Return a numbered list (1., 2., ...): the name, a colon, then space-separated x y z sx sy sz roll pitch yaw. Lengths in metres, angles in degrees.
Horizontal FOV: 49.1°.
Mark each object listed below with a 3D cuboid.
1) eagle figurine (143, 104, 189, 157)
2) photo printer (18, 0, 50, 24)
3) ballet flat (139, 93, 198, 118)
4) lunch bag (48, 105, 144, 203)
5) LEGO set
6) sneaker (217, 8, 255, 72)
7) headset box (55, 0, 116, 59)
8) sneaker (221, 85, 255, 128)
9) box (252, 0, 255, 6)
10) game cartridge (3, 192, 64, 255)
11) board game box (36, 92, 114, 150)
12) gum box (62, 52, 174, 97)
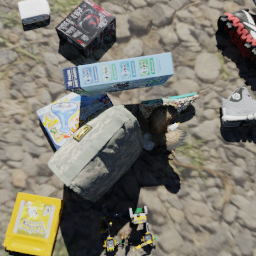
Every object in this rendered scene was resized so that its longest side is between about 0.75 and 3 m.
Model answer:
1. eagle figurine: 1.129 0.120 8.451 1.204 1.587 1.197 21 74 7
2. photo printer: -3.535 -4.466 10.630 1.095 0.380 0.911 -16 71 -6
3. ballet flat: 1.355 -0.728 9.315 1.982 0.749 0.633 -9 101 1
4. lunch bag: -0.798 0.678 7.614 1.643 2.795 2.292 41 77 11
5. LEGO set: -0.013 2.799 7.871 1.672 0.969 1.285 0 71 0
6. sneaker: 4.460 -3.111 9.834 1.393 1.008 2.852 -30 73 -7
7. headset box: -1.434 -3.692 10.187 1.424 0.719 1.916 36 75 11
8. sneaker: 4.203 -0.814 9.159 2.363 0.887 1.365 -4 69 0
9. box: 5.457 -4.226 9.597 2.207 1.266 1.459 -2 68 -37
10. game cartridge: -2.760 2.818 8.243 1.429 0.263 1.621 8 70 3
11. board game box: -1.614 -0.417 9.254 2.300 0.396 1.557 -30 74 -10
12. gum box: -0.229 -1.427 7.907 2.698 2.292 0.601 -9 93 1
